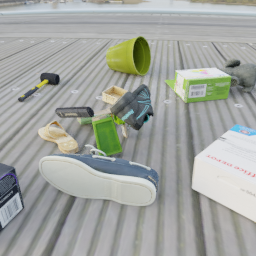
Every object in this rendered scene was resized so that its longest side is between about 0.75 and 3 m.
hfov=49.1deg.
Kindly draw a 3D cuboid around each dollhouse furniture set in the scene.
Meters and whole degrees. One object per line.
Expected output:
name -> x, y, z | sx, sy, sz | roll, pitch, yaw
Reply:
dollhouse furniture set -> -0.827, 0.055, 9.345 | 1.389, 1.073, 2.780 | -15, 12, -12

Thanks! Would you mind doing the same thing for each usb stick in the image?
usb stick -> -1.809, -0.524, 9.409 | 1.599, 0.443, 0.261 | 1, 54, 34

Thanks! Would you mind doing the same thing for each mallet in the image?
mallet -> -4.251, -1.904, 12.898 | 0.889, 0.556, 2.700 | 13, 35, 21

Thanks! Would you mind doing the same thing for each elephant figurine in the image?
elephant figurine -> 4.721, -2.392, 12.728 | 2.042, 1.584, 1.445 | 8, 31, -1

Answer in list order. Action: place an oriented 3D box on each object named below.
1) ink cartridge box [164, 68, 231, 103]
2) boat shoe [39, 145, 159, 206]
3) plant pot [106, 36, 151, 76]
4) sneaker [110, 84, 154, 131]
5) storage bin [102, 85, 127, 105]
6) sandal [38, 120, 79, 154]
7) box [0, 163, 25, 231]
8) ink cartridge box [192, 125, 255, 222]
ink cartridge box -> 3.040, -2.225, 12.834 | 2.029, 1.040, 2.745 | -7, 30, -12
boat shoe -> -0.683, 1.070, 6.798 | 2.890, 1.082, 0.894 | 7, 31, 10
plant pot -> -0.061, -3.802, 15.077 | 1.930, 2.005, 2.005 | 4, 27, 32
sneaker -> 0.275, -0.607, 8.539 | 1.025, 0.975, 2.586 | 47, 26, 0
storage bin -> -0.530, -1.359, 11.816 | 0.829, 0.391, 0.835 | 24, 39, 23
sandal -> -2.248, 0.100, 8.966 | 0.763, 0.684, 2.080 | -22, 36, -34
box -> -3.644, 1.409, 6.028 | 2.273, 1.206, 1.390 | 12, 31, 21
ink cartridge box -> 2.968, 0.969, 7.034 | 1.748, 1.009, 2.394 | 24, 37, 37
